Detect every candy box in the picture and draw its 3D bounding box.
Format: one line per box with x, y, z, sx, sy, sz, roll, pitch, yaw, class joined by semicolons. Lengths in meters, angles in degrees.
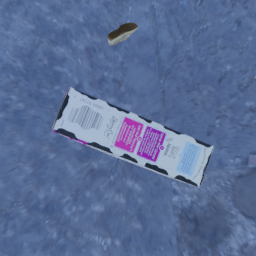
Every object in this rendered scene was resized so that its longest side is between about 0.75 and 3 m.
0.000;0.222;5.426;2.661;1.815;0.812;21;84;-7;candy box

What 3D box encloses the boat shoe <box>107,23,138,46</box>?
-0.144;-2.508;7.483;0.931;0.302;0.336;-35;68;-17;boat shoe
